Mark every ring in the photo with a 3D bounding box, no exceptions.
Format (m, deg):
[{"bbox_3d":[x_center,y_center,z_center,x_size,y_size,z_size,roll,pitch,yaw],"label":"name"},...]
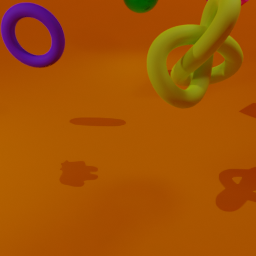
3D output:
[{"bbox_3d":[-2.361,-2.266,6.986,1.608,1.608,0.322,4,36,6],"label":"ring"}]

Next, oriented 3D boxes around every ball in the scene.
[{"bbox_3d":[0.446,-4.685,9.706,1.328,1.328,1.328,0,34,0],"label":"ball"}]

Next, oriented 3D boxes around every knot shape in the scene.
[{"bbox_3d":[1.177,-1.099,4.450,0.845,1.829,1.711,40,6,29],"label":"knot shape"}]

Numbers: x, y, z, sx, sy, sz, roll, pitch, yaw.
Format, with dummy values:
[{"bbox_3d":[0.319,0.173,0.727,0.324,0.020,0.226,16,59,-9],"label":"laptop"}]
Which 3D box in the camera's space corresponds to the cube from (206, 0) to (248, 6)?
[{"bbox_3d":[2.487,-3.389,6.705,0.891,0.891,0.891,-47,11,-19],"label":"cube"}]
